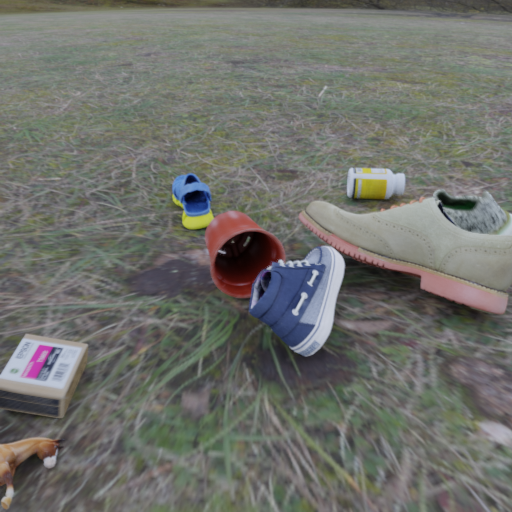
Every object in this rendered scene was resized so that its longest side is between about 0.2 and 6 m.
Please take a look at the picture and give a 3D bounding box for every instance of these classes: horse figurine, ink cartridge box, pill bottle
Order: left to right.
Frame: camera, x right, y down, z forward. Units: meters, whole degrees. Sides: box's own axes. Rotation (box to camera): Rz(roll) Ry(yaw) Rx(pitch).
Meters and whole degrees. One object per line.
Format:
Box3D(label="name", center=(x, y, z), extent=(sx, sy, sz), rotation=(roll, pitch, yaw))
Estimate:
Box3D(label="horse figurine", center=(-3.013, 2.287, 5.644), extent=(1.866, 0.466, 1.236), rotation=(-9, 19, -5))
Box3D(label="ink cartridge box", center=(-2.672, 1.486, 7.039), extent=(0.844, 0.385, 1.024), rotation=(11, 30, -5))
Box3D(label="pill bottle", center=(2.597, -1.566, 12.190), extent=(1.174, 0.658, 0.658), rotation=(3, 30, 4))

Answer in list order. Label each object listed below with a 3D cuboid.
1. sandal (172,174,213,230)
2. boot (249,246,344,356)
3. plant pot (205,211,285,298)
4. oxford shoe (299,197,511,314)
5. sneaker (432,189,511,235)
Box3D(label="sandal", center=(-1.308, -1.326, 11.624), extent=(0.794, 0.870, 1.998), rotation=(-11, 30, -15))
Box3D(label="boot", center=(0.611, 0.330, 8.286), extent=(1.084, 0.873, 2.401), rotation=(39, 29, -13))
Box3D(label="plant pot", center=(-0.279, -0.121, 9.098), extent=(1.196, 1.196, 1.163), rotation=(-8, 28, -14))
Box3D(label="oxford shoe", center=(2.404, -0.355, 9.077), extent=(3.670, 1.355, 1.299), rotation=(24, 10, 28))
Box3D(label="sneaker", center=(3.210, -0.748, 9.723), extent=(2.506, 1.110, 0.964), rotation=(1, 44, 49))
